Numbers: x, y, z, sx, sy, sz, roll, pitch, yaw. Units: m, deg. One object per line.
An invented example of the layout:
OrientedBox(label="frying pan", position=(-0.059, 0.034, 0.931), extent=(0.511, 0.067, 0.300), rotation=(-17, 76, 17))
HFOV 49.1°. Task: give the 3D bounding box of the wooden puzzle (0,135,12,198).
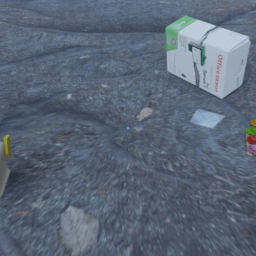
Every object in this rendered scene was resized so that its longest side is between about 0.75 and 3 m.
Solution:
OrientedBox(label="wooden puzzle", position=(-3.103, 1.009, 6.731), extent=(0.194, 1.120, 1.660), rotation=(2, 33, -7))

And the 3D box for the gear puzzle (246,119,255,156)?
OrientedBox(label="gear puzzle", position=(4.026, 0.236, 8.388), extent=(0.921, 0.233, 1.778), rotation=(10, 40, 13))

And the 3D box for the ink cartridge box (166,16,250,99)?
OrientedBox(label="ink cartridge box", position=(2.848, -2.675, 10.491), extent=(1.193, 2.068, 2.830), rotation=(-35, 49, -21))
